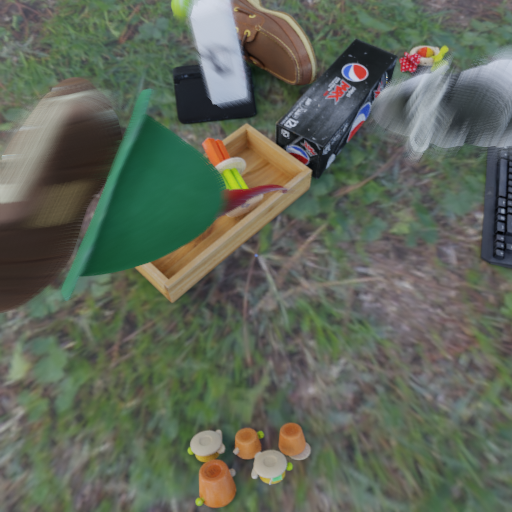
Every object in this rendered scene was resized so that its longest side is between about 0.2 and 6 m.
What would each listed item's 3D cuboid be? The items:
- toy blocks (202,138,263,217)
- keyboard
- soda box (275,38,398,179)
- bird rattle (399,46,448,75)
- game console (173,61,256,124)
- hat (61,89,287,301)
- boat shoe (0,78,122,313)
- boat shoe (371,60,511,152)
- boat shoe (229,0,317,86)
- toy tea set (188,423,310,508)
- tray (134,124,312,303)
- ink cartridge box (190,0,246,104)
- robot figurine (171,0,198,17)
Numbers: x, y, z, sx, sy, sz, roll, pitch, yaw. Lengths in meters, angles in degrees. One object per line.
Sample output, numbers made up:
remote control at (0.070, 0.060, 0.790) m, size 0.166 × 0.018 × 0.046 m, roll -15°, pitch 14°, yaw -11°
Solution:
toy blocks at (-1.042, -1.527, 9.543) m, size 1.676 × 0.730 × 2.011 m, roll -22°, pitch 73°, yaw -24°
keyboard at (4.991, -0.970, 9.895) m, size 1.792 × 0.383 × 2.985 m, roll 13°, pitch 60°, yaw 8°
soda box at (1.561, -2.869, 10.741) m, size 1.034 × 0.925 × 2.922 m, roll 31°, pitch 63°, yaw 17°
bird rattle at (3.577, -4.204, 11.962) m, size 1.003 × 0.565 × 0.818 m, roll 0°, pitch 45°, yaw 15°
game console at (-0.880, -3.401, 11.542) m, size 1.579 × 0.919 × 1.388 m, roll -7°, pitch 28°, yaw -5°
hat at (-0.504, -0.386, 5.990) m, size 2.276 × 2.142 × 2.586 m, roll 22°, pitch 68°, yaw -17°
boat shoe at (-2.613, -0.666, 6.621) m, size 3.199 × 1.181 × 1.183 m, roll -46°, pitch 46°, yaw 22°
boat shoe at (2.193, -1.742, 6.594) m, size 0.891 × 0.963 × 2.609 m, roll -19°, pitch 26°, yaw -10°
boat shoe at (-0.030, -4.456, 11.587) m, size 1.170 × 1.247 × 3.466 m, roll -28°, pitch 56°, yaw -16°
toy tea set at (-0.075, 2.815, 7.516) m, size 1.669 × 0.618 × 0.992 m, roll -7°, pitch 29°, yaw -1°
tray at (-0.759, -0.836, 9.677) m, size 1.625 × 0.610 × 3.295 m, roll 40°, pitch 67°, yaw 22°
ink cartridge box at (-0.496, -2.839, 7.662) m, size 0.499 × 1.197 × 0.870 m, roll -10°, pitch 37°, yaw 6°
robot figurine at (-1.220, -4.348, 9.509) m, size 0.529 × 0.349 × 0.603 m, roll 11°, pitch 76°, yaw 48°
